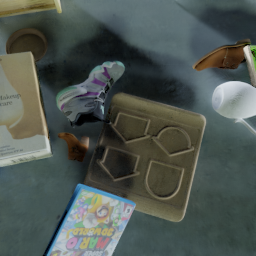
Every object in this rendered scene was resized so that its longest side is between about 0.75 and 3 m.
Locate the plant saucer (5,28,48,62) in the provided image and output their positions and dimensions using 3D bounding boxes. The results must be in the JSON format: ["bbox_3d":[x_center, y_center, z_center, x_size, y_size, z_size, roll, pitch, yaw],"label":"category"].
[{"bbox_3d":[-3.190,-2.564,8.877,1.329,0.196,1.329,0,74,1],"label":"plant saucer"}]

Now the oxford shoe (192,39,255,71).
[{"bbox_3d":[2.946,-2.061,8.477,2.043,0.729,0.728,-20,79,-7],"label":"oxford shoe"}]

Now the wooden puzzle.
[{"bbox_3d":[0.482,0.749,7.703,2.720,0.680,2.937,16,79,5],"label":"wooden puzzle"}]

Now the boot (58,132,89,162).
[{"bbox_3d":[-1.604,0.541,7.929,0.942,0.361,0.732,13,78,-3],"label":"boot"}]

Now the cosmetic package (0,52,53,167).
[{"bbox_3d":[-3.099,-0.528,7.744,1.520,1.027,2.889,-13,75,-11],"label":"cosmetic package"}]

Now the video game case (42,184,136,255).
[{"bbox_3d":[-0.940,2.553,6.355,1.655,0.206,2.313,28,87,-35],"label":"video game case"}]

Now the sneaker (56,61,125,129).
[{"bbox_3d":[-0.775,-0.792,7.911,2.249,0.874,1.573,-35,64,0],"label":"sneaker"}]

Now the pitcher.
[{"bbox_3d":[3.313,-0.536,7.930,1.710,1.036,1.467,6,83,-9],"label":"pitcher"}]

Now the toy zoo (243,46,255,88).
[{"bbox_3d":[4.452,-1.874,8.428,1.920,0.196,1.260,-5,80,-17],"label":"toy zoo"}]

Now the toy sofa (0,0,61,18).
[{"bbox_3d":[-3.603,-4.356,8.905,2.789,1.155,1.361,-11,69,-3],"label":"toy sofa"}]
